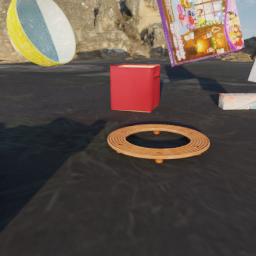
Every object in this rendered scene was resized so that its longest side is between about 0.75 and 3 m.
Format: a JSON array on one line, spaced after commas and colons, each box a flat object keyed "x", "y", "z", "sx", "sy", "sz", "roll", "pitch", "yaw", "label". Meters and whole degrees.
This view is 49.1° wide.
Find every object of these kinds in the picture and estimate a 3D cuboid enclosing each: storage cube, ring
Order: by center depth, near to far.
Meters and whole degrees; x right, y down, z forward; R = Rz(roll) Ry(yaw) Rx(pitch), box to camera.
[{"x": 0.663, "y": 0.301, "z": 6.262, "sx": 2.240, "sy": 0.215, "sz": 2.240, "roll": 0, "pitch": 15, "yaw": 0, "label": "ring"}, {"x": 0.283, "y": -1.487, "z": 10.064, "sx": 1.689, "sy": 1.518, "sz": 1.444, "roll": 4, "pitch": 17, "yaw": 16, "label": "storage cube"}]

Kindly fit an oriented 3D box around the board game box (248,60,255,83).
[{"x": 3.371, "y": -1.495, "z": 6.154, "sx": 1.224, "sy": 1.230, "sz": 0.267, "roll": 9, "pitch": 15, "yaw": -25, "label": "board game box"}]

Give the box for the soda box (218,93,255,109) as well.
[{"x": 4.044, "y": -0.958, "z": 10.023, "sx": 1.498, "sy": 0.512, "sz": 0.476, "roll": -1, "pitch": 16, "yaw": -4, "label": "soda box"}]

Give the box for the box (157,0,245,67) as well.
[{"x": 1.946, "y": -3.447, "z": 7.971, "sx": 2.037, "sy": 2.977, "sz": 0.582, "roll": -14, "pitch": 3, "yaw": -2, "label": "box"}]

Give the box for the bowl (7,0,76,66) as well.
[{"x": -1.972, "y": -1.968, "z": 5.963, "sx": 0.859, "sy": 1.596, "sz": 1.596, "roll": -19, "pitch": 6, "yaw": 29, "label": "bowl"}]
